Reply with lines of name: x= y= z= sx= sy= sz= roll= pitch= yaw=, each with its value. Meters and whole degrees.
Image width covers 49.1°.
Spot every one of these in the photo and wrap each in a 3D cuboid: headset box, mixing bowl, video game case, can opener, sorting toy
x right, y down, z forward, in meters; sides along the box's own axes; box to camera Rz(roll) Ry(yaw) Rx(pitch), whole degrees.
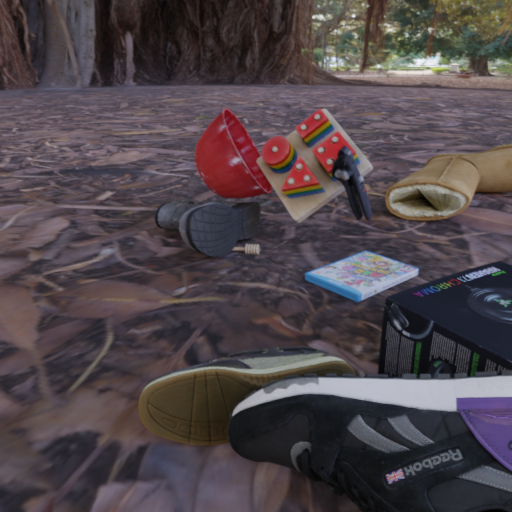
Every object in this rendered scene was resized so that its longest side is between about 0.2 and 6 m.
headset box: x=3.024 y=1.156 z=6.191 sx=2.166 sy=1.154 sz=2.488 roll=-13 pitch=25 yaw=-29
mixing bowl: x=-0.557 y=-1.831 z=11.016 sx=0.997 sy=1.841 sz=1.841 roll=-27 pitch=16 yaw=16
video game case: x=1.833 y=0.315 z=9.694 sx=1.652 sy=0.147 sz=1.182 roll=-18 pitch=28 yaw=-38
can opener: x=1.763 y=-1.209 z=9.942 sx=0.473 sy=1.493 sz=0.587 roll=12 pitch=49 yaw=48
sorting toy: x=0.982 y=-1.847 z=10.701 sx=1.743 sy=0.610 sz=1.754 roll=-36 pitch=58 yaw=10

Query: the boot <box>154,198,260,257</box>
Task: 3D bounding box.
boot: x=-1.245 y=-0.636 z=11.027 sx=1.879 sy=0.996 sz=2.855 roll=7 pitch=8 yaw=22

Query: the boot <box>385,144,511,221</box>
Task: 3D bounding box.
boot: x=5.234 y=-1.728 z=13.563 sx=3.288 sy=1.242 sz=3.754 roll=-3 pitch=16 yaw=30

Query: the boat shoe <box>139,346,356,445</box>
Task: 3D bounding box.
boat shoe: x=-0.102 y=1.455 z=6.074 sx=2.310 sy=0.845 sz=0.748 roll=-2 pitch=10 yaw=-13

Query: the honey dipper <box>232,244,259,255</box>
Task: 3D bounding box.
honey dipper: x=-0.474 y=-0.132 z=10.836 sx=1.075 sy=0.204 sz=0.204 roll=1 pitch=21 yaw=15

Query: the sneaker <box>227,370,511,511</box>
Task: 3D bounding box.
sneaker: x=1.079 y=1.778 z=4.652 sx=3.085 sy=1.168 sz=1.351 roll=-10 pitch=52 yaw=25
